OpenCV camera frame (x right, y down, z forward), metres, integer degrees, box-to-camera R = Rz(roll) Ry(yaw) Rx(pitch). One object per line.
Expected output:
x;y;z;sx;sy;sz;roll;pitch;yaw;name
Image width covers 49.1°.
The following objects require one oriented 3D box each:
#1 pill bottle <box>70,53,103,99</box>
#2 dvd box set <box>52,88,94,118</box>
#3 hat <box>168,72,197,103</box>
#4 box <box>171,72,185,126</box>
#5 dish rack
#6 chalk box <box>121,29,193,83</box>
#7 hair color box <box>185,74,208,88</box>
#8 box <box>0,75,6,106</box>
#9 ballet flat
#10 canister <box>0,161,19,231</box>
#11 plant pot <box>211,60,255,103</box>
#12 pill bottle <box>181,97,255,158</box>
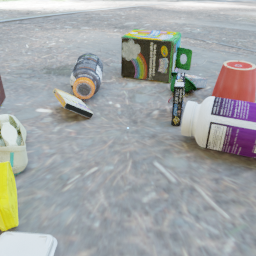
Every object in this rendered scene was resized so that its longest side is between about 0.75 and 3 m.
-1.480;-1.833;10.039;1.075;1.075;2.023;0;36;0;pill bottle
-1.728;-0.781;8.693;0.974;0.196;1.331;22;13;-38;dvd box set
1.686;-1.272;10.078;1.080;1.148;1.304;33;-1;41;hat
1.511;-0.880;8.335;0.308;1.238;1.229;6;30;13;box
-1.709;1.984;4.412;1.014;0.221;0.870;3;30;4;dish rack
1.261;-2.983;11.529;2.740;1.710;1.698;11;32;16;chalk box
2.370;-1.755;10.431;1.175;0.356;0.582;-5;26;-41;hair color box
-5.498;-1.370;8.047;2.859;2.348;2.372;-3;30;-6;box
-2.971;0.134;6.962;0.913;0.913;2.628;-15;33;-24;ballet flat
-2.988;1.358;4.919;1.850;0.801;1.374;-12;32;-17;canister
3.609;-1.506;9.387;1.444;1.278;1.444;-1;30;0;plant pot
2.533;-0.041;6.815;2.307;1.297;1.297;12;32;18;pill bottle
